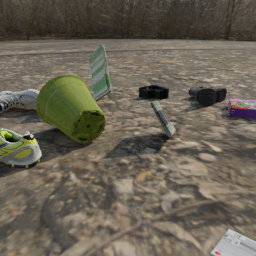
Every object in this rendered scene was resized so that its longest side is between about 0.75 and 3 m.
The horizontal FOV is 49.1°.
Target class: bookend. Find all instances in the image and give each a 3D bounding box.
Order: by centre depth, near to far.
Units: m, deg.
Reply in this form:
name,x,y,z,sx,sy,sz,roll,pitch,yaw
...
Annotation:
name,x,y,z,sx,sy,sz,roll,pitch,yaw
bookend,1.284,-1.765,14.081,1.088,0.501,1.081,-16,27,-33

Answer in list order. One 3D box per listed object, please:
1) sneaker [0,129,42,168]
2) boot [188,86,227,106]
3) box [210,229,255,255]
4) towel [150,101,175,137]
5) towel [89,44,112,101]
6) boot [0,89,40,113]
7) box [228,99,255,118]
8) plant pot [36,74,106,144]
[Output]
name,x,y,z,sx,sy,sz,roll,pitch,yaw
sneaker,-3.720,0.468,7.981,2.545,0.972,0.959,1,23,4
boot,3.531,-1.619,13.552,2.376,0.829,1.564,-6,17,-43
box,1.887,2.162,4.901,0.606,0.160,0.777,17,27,37
towel,1.162,-0.314,9.413,0.234,1.303,1.353,-32,-3,15
towel,-1.319,-2.431,12.599,0.257,2.195,1.674,-4,-10,-30
boot,-4.893,-1.055,12.041,2.555,0.940,1.221,0,27,23
box,5.314,-0.812,11.869,1.991,0.389,1.362,6,23,14
plant pot,-1.757,-0.483,9.477,2.063,2.063,1.959,-15,39,-32
